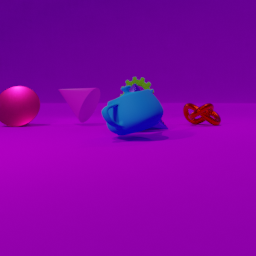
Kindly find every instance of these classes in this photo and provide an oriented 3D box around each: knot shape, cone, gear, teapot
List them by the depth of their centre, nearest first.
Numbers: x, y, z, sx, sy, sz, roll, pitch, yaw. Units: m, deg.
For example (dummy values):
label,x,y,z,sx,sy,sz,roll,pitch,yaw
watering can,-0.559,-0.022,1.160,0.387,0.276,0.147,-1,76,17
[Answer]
label,x,y,z,sx,sy,sz,roll,pitch,yaw
teapot,0.132,-0.451,6.285,1.296,1.021,2.085,-14,5,37
cone,0.510,-0.273,7.861,1.455,1.450,1.450,25,1,-11
cone,-1.870,-1.059,9.742,1.322,1.317,1.317,27,12,12
knot shape,2.475,-0.488,9.767,1.366,0.631,1.278,18,-8,-42
cone,-3.730,-0.473,9.957,1.484,1.484,1.490,-1,-21,-5
gear,0.380,-1.410,11.611,1.364,1.364,0.252,1,0,5
